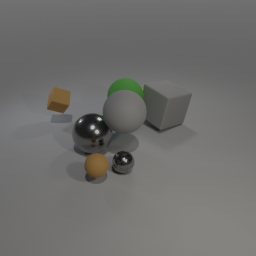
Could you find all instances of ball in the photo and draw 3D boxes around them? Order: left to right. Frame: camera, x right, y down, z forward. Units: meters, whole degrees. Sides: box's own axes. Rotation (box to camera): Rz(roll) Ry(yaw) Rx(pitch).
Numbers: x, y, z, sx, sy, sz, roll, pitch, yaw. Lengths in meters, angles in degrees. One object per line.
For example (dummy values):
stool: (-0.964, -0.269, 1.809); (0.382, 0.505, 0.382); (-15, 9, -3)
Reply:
ball: (-1.217, 0.188, 9.641); (1.400, 1.400, 1.400); (0, 29, 0)
ball: (-0.917, 1.080, 8.124); (0.700, 0.700, 0.700); (0, 29, 0)
ball: (-0.145, 1.061, 8.744); (0.700, 0.700, 0.700); (0, 29, 0)
ball: (-0.110, -0.508, 8.937); (1.400, 1.400, 1.400); (0, 29, 0)
ball: (-0.098, -1.222, 10.820); (1.400, 1.400, 1.400); (0, 29, 0)

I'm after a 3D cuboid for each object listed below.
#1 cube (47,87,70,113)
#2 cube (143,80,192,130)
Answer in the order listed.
cube: (-2.765, -1.106, 11.177); (0.700, 0.700, 0.700); (14, 58, -28)
cube: (1.467, -0.966, 11.308); (1.400, 1.400, 1.400); (-15, 40, -37)
